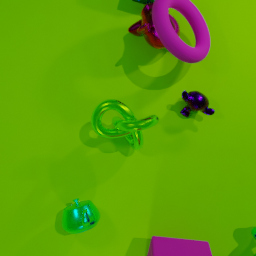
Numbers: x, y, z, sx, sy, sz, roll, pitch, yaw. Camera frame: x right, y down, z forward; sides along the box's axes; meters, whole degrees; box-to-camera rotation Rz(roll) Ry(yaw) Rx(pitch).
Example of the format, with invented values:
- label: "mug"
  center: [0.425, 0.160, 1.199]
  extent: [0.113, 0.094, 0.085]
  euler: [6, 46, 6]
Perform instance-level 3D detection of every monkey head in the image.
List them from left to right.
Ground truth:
- label: "monkey head"
  center: [0.663, -2.544, 7.399]
  extent: [1.324, 1.840, 1.109]
  euler: [-24, 72, 36]
- label: "monkey head"
  center: [1.721, -0.597, 7.353]
  extent: [1.040, 0.627, 0.748]
  euler: [31, 98, -13]

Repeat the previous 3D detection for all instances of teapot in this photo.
- label: "teapot"
  center: [-1.129, 2.031, 6.611]
  extent: [0.929, 1.494, 0.732]
  euler: [-14, 88, -25]

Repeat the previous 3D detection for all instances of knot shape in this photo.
- label: "knot shape"
  center: [-0.027, -0.004, 6.872]
  extent: [1.590, 1.488, 0.735]
  euler: [9, 64, 16]

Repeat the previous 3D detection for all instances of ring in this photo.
- label: "ring"
  center: [1.341, -2.466, 6.862]
  extent: [1.877, 0.375, 1.877]
  euler: [15, 65, -34]

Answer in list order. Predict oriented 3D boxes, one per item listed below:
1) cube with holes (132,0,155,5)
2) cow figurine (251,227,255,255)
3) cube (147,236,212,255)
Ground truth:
- label: "cube with holes"
  center: [0.740, -4.111, 7.732]
  extent: [1.004, 1.004, 1.004]
  euler: [17, 82, 3]
- label: "cow figurine"
  center: [3.320, 3.038, 6.482]
  extent: [1.427, 0.796, 1.450]
  euler: [-25, 92, -48]
- label: "cube"
  center: [1.095, 3.372, 6.087]
  extent: [1.324, 1.324, 1.324]
  euler: [7, 118, -2]
